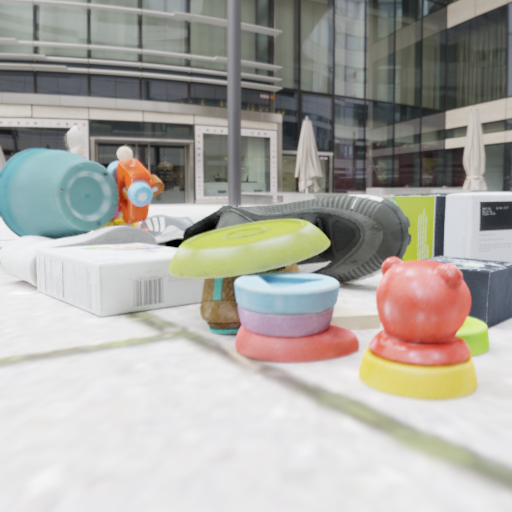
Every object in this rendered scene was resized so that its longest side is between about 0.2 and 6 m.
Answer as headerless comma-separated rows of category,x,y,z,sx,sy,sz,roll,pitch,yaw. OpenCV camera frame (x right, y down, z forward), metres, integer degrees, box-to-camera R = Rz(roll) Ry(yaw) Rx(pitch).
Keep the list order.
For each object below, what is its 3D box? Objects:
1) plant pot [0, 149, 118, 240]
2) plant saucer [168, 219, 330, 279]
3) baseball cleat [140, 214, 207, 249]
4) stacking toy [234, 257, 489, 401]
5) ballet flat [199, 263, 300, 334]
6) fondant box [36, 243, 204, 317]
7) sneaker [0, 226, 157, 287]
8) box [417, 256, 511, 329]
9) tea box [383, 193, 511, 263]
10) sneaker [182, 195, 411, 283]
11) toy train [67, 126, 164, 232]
plant pot,-2.667,-0.840,7.809,1.311,1.395,1.395,4,7,43
plant saucer,-0.084,-0.106,4.904,1.435,0.223,1.435,-10,11,2
baseball cleat,-1.589,-0.242,9.141,2.226,0.776,1.185,-10,16,46
stacking toy,0.826,0.320,4.097,1.800,0.760,1.629,5,9,37
ballet flat,-0.006,0.141,5.460,0.748,0.798,2.205,-4,5,18
fondant box,-1.488,0.197,6.226,1.318,0.532,1.826,-5,9,-38
sneaker,-2.419,-0.062,7.612,1.166,0.744,2.018,9,12,39
box,1.929,0.314,5.261,0.839,0.529,0.854,8,10,42
tea box,2.914,-0.282,7.632,1.731,1.157,1.703,-3,7,-24
sneaker,0.271,-0.151,7.167,1.522,1.118,3.363,-10,8,-43
toy train,-2.096,-0.986,8.625,0.740,1.999,2.662,-13,34,-32
